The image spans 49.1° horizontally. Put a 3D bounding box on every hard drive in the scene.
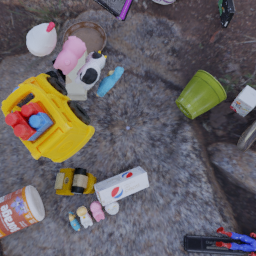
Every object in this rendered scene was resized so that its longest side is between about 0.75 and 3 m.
[{"bbox_3d":[4.280,-5.281,12.221,0.276,1.018,1.458,-3,70,-1],"label":"hard drive"}]

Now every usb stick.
[{"bbox_3d":[2.882,3.919,9.371,2.044,0.333,0.567,3,65,1],"label":"usb stick"}]

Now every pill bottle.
[{"bbox_3d":[-4.027,2.889,9.243,2.222,1.247,1.247,-23,72,-7],"label":"pill bottle"}]

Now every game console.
[{"bbox_3d":[-3.089,-2.218,11.572,1.877,0.226,1.107,-30,73,-12],"label":"game console"}]

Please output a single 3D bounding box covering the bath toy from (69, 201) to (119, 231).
[{"bbox_3d":[-1.158,2.839,9.625,1.692,0.736,0.625,-21,34,-7],"label":"bath toy"}]

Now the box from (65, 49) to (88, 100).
[{"bbox_3d":[-2.003,-2.121,11.005,0.751,0.917,1.931,1,79,-4],"label":"box"}]

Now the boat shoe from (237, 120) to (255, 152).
[{"bbox_3d":[5.127,0.011,10.413,0.944,0.959,2.576,42,77,13],"label":"boat shoe"}]

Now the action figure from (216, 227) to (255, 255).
[{"bbox_3d":[4.008,3.811,9.143,2.239,0.579,0.732,17,60,-11],"label":"action figure"}]

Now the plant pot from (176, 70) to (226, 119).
[{"bbox_3d":[2.642,-1.157,10.654,1.449,1.505,1.505,-42,75,-2],"label":"plant pot"}]

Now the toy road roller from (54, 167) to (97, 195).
[{"bbox_3d":[-1.776,1.951,9.887,1.445,1.055,0.888,-9,65,36],"label":"toy road roller"}]

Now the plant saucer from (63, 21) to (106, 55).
[{"bbox_3d":[-1.844,-3.752,12.057,1.859,0.320,1.859,0,71,1],"label":"plant saucer"}]

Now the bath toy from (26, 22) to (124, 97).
[{"bbox_3d":[-1.493,-2.088,8.104,2.776,1.026,1.207,30,43,-26],"label":"bath toy"}]

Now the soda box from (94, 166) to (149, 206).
[{"bbox_3d":[-0.205,1.978,9.629,1.790,0.570,0.610,-19,112,-18],"label":"soda box"}]

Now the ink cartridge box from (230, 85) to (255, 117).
[{"bbox_3d":[4.518,-1.022,10.758,0.695,0.956,0.692,37,75,12],"label":"ink cartridge box"}]

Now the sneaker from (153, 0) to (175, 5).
[{"bbox_3d":[2.046,-6.481,12.859,2.425,0.908,1.208,-26,53,-8],"label":"sneaker"}]

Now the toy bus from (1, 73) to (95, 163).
[{"bbox_3d":[-2.479,-0.380,7.575,1.726,2.441,2.543,-41,78,8],"label":"toy bus"}]

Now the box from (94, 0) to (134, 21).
[{"bbox_3d":[-0.544,-4.567,9.314,0.308,1.708,1.221,20,87,50],"label":"box"}]
